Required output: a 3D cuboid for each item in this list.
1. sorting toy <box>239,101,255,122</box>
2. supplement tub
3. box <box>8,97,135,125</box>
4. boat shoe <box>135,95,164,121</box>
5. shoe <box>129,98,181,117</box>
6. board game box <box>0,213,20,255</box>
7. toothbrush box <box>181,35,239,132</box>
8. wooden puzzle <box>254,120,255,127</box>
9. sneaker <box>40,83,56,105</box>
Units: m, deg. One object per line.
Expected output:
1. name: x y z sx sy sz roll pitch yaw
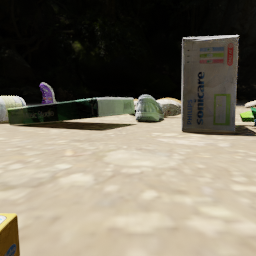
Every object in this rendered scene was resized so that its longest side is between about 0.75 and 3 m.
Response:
1. sorting toy: 3.933 -0.293 6.698 2.033 0.405 2.751 14 -7 -8
2. supplement tub: -3.872 -0.584 8.749 0.826 0.826 1.139 3 6 28
3. box: -1.548 -0.476 7.952 2.925 0.531 2.111 -5 3 25
4. boat shoe: 0.760 -0.718 9.961 0.990 0.861 2.686 1 6 12
5. shoe: 1.141 -0.737 11.606 2.460 0.860 0.657 4 41 30
6. board game box: -0.843 0.500 0.701 0.761 0.201 0.995 0 5 1
7. toothbrush box: 1.989 -1.017 7.099 1.185 2.004 2.752 2 5 15
8. wooden puzzle: 3.608 0.128 4.305 1.841 0.319 2.729 2 4 -28
9. sneaker: -2.997 -1.085 10.382 0.476 1.180 0.492 -1 25 41
